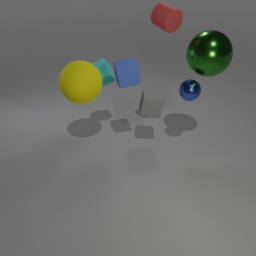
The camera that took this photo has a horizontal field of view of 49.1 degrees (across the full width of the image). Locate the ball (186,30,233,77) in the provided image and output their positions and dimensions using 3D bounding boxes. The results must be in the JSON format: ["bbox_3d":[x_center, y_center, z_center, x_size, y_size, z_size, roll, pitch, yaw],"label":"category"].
[{"bbox_3d":[2.515,-2.294,8.679,1.400,1.400,1.400,0,30,0],"label":"ball"}]

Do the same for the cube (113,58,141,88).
[{"bbox_3d":[-0.040,-1.764,8.962,0.700,0.700,0.700,-13,28,-5],"label":"cube"}]

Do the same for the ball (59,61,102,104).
[{"bbox_3d":[-1.539,-1.477,9.140,1.400,1.400,1.400,0,30,0],"label":"ball"}]

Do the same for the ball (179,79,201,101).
[{"bbox_3d":[1.990,-1.209,8.983,0.700,0.700,0.700,0,30,0],"label":"ball"}]

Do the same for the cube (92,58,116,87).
[{"bbox_3d":[-0.965,-1.960,10.110,0.700,0.700,0.700,-24,-13,12],"label":"cube"}]

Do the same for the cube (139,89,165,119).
[{"bbox_3d":[0.791,-0.826,9.526,0.700,0.700,0.700,9,31,-5],"label":"cube"}]

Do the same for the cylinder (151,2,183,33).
[{"bbox_3d":[1.167,-3.326,8.440,0.700,0.700,0.700,-21,49,-32],"label":"cylinder"}]
